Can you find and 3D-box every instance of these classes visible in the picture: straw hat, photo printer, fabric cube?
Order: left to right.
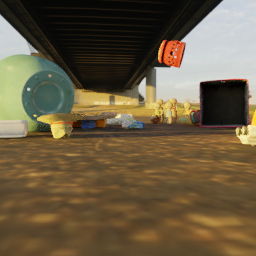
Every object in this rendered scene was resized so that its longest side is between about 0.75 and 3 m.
[{"bbox_3d":[-3.366,0.022,7.424,1.297,0.451,1.079,-1,5,-16],"label":"photo printer"},{"bbox_3d":[-1.701,-0.008,7.224,1.293,0.547,1.293,-5,-6,0],"label":"straw hat"},{"bbox_3d":[4.354,-1.075,12.730,2.016,2.055,2.049,0,3,20],"label":"fabric cube"}]

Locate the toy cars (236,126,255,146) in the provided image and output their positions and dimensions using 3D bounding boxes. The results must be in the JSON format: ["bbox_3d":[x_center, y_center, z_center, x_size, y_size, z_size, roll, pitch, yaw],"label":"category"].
[{"bbox_3d":[2.733,0.192,5.031,0.884,0.437,1.972,4,-3,-33],"label":"toy cars"}]

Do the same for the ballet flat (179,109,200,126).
[{"bbox_3d":[3.652,-0.598,14.625,0.886,0.965,2.812,-12,-6,44],"label":"ballet flat"}]

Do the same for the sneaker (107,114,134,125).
[{"bbox_3d":[-0.280,-0.375,14.173,1.559,0.586,0.690,1,-9,35],"label":"sneaker"}]

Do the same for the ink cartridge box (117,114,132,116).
[{"bbox_3d":[-0.301,-0.509,15.803,0.962,0.563,1.331,0,2,-7],"label":"ink cartridge box"}]

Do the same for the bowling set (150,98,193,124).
[{"bbox_3d":[2.229,-1.024,16.427,2.832,1.520,1.971,3,4,45],"label":"bowling set"}]

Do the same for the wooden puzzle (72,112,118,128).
[{"bbox_3d":[-2.003,-0.298,12.337,2.711,0.628,2.511,-4,2,12],"label":"wooden puzzle"}]

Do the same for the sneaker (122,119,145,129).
[{"bbox_3d":[0.260,-0.164,11.121,0.572,0.412,1.089,3,4,39],"label":"sneaker"}]

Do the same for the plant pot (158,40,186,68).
[{"bbox_3d":[2.115,-3.599,13.461,1.115,1.225,1.225,17,7,13],"label":"plant pot"}]

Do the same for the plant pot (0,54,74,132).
[{"bbox_3d":[-3.035,-1.084,9.213,2.693,2.693,2.161,-3,11,-38],"label":"plant pot"}]

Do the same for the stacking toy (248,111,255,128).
[{"bbox_3d":[4.085,-1.193,6.773,2.160,2.957,2.160,0,3,0],"label":"stacking toy"}]

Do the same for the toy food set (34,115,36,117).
[{"bbox_3d":[-3.816,-0.300,14.344,1.572,0.457,2.277,8,0,15],"label":"toy food set"}]
